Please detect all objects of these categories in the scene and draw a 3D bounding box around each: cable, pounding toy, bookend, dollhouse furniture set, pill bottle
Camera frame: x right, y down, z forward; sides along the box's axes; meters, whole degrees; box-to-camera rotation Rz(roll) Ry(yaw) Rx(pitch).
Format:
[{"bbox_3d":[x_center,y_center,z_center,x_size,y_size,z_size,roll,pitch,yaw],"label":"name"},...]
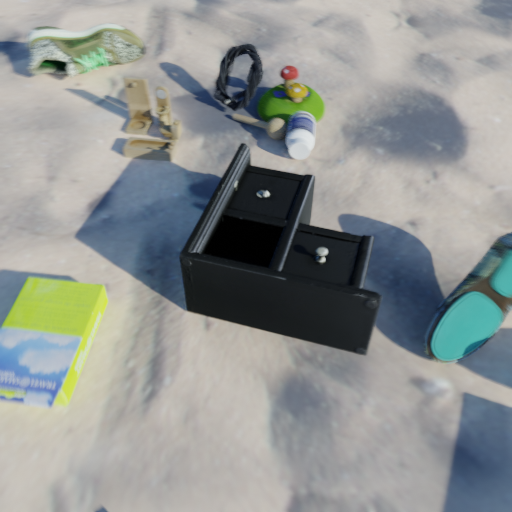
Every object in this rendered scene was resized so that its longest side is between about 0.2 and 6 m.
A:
[{"bbox_3d":[-0.369,-3.879,12.085,1.150,1.409,0.358,40,19,34],"label":"cable"},{"bbox_3d":[0.622,-3.414,12.041,1.496,0.899,1.938,35,55,29],"label":"pounding toy"},{"bbox_3d":[0.650,-0.225,8.747,2.813,1.296,2.796,13,48,12],"label":"bookend"},{"bbox_3d":[-2.193,-2.779,11.319,1.250,1.071,1.314,6,47,6],"label":"dollhouse furniture set"},{"bbox_3d":[0.901,-2.416,11.328,0.562,0.562,1.013,5,47,4],"label":"pill bottle"}]

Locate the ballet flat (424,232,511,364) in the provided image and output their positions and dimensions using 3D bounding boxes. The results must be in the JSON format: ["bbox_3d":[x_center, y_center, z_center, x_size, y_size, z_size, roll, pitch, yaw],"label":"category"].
[{"bbox_3d":[3.299,0.579,8.191,2.431,0.902,0.902,-44,56,-2],"label":"ballet flat"}]

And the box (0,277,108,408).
[{"bbox_3d":[-3.008,1.246,7.899,1.257,0.491,2.061,5,47,5],"label":"box"}]

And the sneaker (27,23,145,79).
[{"bbox_3d":[-4.076,-4.668,13.340,2.880,1.107,1.276,-2,62,3],"label":"sneaker"}]
